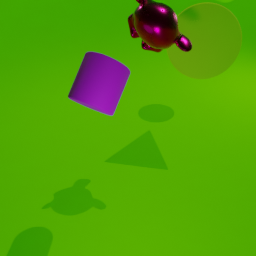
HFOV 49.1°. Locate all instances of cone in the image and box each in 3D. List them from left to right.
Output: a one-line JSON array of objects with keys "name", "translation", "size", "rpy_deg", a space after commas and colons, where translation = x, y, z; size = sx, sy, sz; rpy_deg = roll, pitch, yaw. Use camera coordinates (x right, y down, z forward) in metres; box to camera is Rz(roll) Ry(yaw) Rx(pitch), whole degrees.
[{"name": "cone", "translation": [1.798, -2.159, 6.922], "size": [1.625, 1.625, 1.631], "rpy_deg": [6, 21, 8]}]

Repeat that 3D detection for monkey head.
[{"name": "monkey head", "translation": [0.557, -1.914, 5.008], "size": [1.027, 1.428, 0.860], "rpy_deg": [-55, 18, -23]}]

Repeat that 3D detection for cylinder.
[{"name": "cylinder", "translation": [-0.428, -0.650, 4.199], "size": [0.731, 0.731, 0.731], "rpy_deg": [22, -2, 1]}]

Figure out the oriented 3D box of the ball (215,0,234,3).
[{"name": "ball", "translation": [2.811, -4.179, 7.948], "size": [1.148, 1.148, 1.148], "rpy_deg": [0, 36, 0]}]
